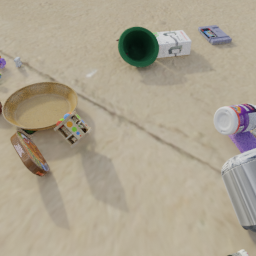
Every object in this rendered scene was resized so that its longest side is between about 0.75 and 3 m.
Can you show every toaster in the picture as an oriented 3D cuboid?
[{"bbox_3d":[2.619,1.206,5.528,1.223,2.152,1.390,-22,70,7],"label":"toaster"}]

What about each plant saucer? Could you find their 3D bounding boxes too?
[{"bbox_3d":[-2.690,-0.642,8.795,2.300,0.407,2.300,-1,44,1],"label":"plant saucer"}]

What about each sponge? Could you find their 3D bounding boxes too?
[{"bbox_3d":[3.348,0.429,7.899,0.620,0.166,1.111,-9,43,-10],"label":"sponge"}]

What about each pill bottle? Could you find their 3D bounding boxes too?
[{"bbox_3d":[3.191,-0.275,7.888,1.412,0.787,0.787,-9,43,-29],"label":"pill bottle"}]

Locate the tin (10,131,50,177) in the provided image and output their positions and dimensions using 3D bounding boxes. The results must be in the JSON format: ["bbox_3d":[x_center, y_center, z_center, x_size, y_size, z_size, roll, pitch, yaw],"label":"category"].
[{"bbox_3d":[-2.518,0.656,7.161,0.299,0.800,1.430,-39,61,-5],"label":"tin"}]

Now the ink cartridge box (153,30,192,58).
[{"bbox_3d":[1.719,-3.496,11.633,1.516,0.637,1.103,-9,45,-9],"label":"ink cartridge box"}]

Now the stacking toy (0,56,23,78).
[{"bbox_3d":[-4.958,-2.263,10.601,1.204,0.375,1.597,14,48,16],"label":"stacking toy"}]

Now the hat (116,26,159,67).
[{"bbox_3d":[0.290,-3.067,11.545,1.620,1.722,1.956,7,76,-8],"label":"hat"}]

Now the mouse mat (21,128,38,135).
[{"bbox_3d":[-2.835,-0.419,8.884,1.163,0.054,1.446,32,52,29],"label":"mouse mat"}]

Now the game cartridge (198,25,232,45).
[{"bbox_3d":[3.905,-4.251,12.710,0.970,0.287,1.497,-8,44,-14],"label":"game cartridge"}]

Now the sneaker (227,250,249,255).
[{"bbox_3d":[2.132,2.867,5.222,0.505,0.426,1.155,-4,41,-1],"label":"sneaker"}]

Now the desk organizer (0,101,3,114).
[{"bbox_3d":[-4.621,-0.618,8.828,1.157,0.415,0.446,2,46,2],"label":"desk organizer"}]

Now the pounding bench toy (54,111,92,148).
[{"bbox_3d":[-1.494,-0.040,7.753,0.628,0.788,1.010,-40,8,9],"label":"pounding bench toy"}]

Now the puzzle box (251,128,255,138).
[{"bbox_3d":[4.224,0.100,8.269,1.115,0.142,0.742,-33,53,-29],"label":"puzzle box"}]
